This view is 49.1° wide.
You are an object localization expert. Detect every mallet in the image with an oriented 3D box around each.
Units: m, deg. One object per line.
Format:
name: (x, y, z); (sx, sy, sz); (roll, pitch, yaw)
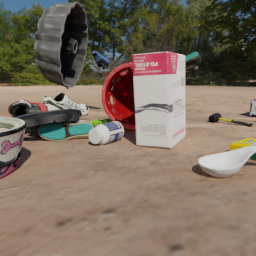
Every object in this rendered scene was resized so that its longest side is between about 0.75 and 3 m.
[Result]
mallet: (4.573, -0.335, 12.429); (1.888, 0.389, 0.622); (13, 22, 35)

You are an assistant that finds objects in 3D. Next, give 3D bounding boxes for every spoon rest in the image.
spoon rest: (2.491, 0.736, 6.349); (1.887, 0.572, 0.937); (-2, 12, -16)

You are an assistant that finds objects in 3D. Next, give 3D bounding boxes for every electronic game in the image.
electronic game: (-2.987, -0.272, 9.785); (2.765, 0.575, 2.765); (-11, -2, 0)

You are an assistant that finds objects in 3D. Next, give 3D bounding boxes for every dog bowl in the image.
dog bowl: (-3.816, 0.477, 6.324); (2.947, 1.086, 2.947); (0, 12, 0)

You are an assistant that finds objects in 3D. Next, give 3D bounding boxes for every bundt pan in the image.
bundt pan: (-2.086, -2.577, 8.707); (0.985, 2.624, 2.624); (10, 12, 6)

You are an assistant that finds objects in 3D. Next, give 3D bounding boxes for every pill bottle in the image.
pill bottle: (-0.703, 0.170, 8.997); (0.642, 0.642, 1.157); (8, 13, 35)

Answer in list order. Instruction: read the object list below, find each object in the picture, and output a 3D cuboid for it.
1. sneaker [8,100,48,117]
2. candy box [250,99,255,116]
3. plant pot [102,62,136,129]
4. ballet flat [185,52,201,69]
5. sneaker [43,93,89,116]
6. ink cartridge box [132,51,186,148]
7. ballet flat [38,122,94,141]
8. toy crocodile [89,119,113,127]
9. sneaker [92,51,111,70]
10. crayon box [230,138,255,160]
sneaker: (-4.972, -0.803, 13.068); (2.686, 0.949, 1.312); (10, 13, 36)
candy box: (7.923, -0.958, 14.021); (2.902, 0.885, 1.979); (10, 15, 41)
plant pot: (0.423, -1.286, 11.580); (2.546, 2.546, 2.319); (3, 5, 12)
ballet flat: (2.437, -2.913, 12.884); (1.868, 0.639, 0.635); (-9, 47, 28)
sneaker: (-3.067, -1.181, 14.289); (1.083, 1.255, 2.862); (6, 11, 35)
ink cartridge box: (1.083, -0.936, 9.056); (1.183, 2.804, 2.030); (2, 11, 25)
ballet flat: (-2.093, 0.149, 9.568); (1.844, 0.641, 0.641); (-1, 11, -11)
toy crocodile: (-1.099, -0.180, 11.680); (1.144, 0.353, 0.386); (-1, 11, 18)
sneaker: (-1.562, -3.609, 14.938); (1.469, 0.572, 0.515); (39, -1, 37)
crayon box: (3.542, 0.575, 7.716); (1.152, 0.336, 0.994); (-11, 15, -43)
